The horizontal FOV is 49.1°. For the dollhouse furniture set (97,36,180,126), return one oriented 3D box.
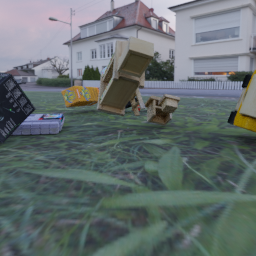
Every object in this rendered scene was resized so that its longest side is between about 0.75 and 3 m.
[{"bbox_3d":[0.676,-1.535,7.976,2.389,1.502,2.701,13,-31,-17],"label":"dollhouse furniture set"}]

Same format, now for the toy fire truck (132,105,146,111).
[{"bbox_3d":[1.160,-1.004,13.301,1.199,0.414,1.700,-10,14,-44],"label":"toy fire truck"}]

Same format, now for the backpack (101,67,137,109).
[{"bbox_3d":[-0.360,-1.843,12.371,1.700,2.037,1.289,-23,13,-30],"label":"backpack"}]

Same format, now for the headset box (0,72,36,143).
[{"bbox_3d":[-2.941,-0.438,6.356,0.586,1.099,1.263,12,54,32],"label":"headset box"}]

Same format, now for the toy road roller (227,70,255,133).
[{"bbox_3d":[3.445,-0.475,6.493,1.666,1.402,2.282,20,7,11],"label":"toy road roller"}]

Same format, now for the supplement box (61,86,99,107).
[{"bbox_3d":[-2.047,-1.434,12.776,0.782,0.757,2.274,-19,0,23],"label":"supplement box"}]

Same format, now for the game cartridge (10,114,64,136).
[{"bbox_3d":[-2.735,-0.170,8.523,1.493,0.442,2.303,-6,10,-9],"label":"game cartridge"}]
